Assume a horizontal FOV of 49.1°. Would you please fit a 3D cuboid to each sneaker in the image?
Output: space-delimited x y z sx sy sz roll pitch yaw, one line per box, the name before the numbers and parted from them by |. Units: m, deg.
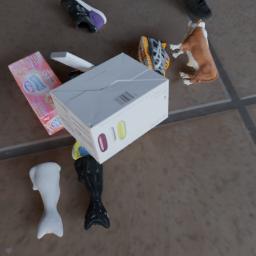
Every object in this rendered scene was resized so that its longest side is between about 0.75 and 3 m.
sneaker | 2.498 -5.392 11.031 0.744 1.291 2.476 -29 65 -14
sneaker | -1.915 -4.365 10.826 2.043 0.774 0.895 29 71 15
sneaker | -1.199 0.300 8.482 0.760 0.548 1.446 8 73 0
sneaker | 0.974 -2.156 9.554 0.959 0.972 2.484 0 63 -11

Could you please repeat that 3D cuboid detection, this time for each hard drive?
hard drive | -1.479 -1.874 8.133 0.844 1.280 0.171 13 87 45

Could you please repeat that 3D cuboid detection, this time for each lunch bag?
lunch bag | -1.354 -1.580 9.319 1.157 0.867 1.361 -13 45 -4

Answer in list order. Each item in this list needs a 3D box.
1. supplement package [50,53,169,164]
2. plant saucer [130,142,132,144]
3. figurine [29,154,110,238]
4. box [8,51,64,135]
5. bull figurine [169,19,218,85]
supplement package | -0.430 -0.638 7.699 2.499 1.386 1.946 -34 53 -22
plant saucer | -0.283 0.119 8.802 1.078 0.102 0.377 29 66 14
figurine | -1.551 1.855 7.528 2.004 0.863 1.955 -10 67 -4
box | -2.643 -1.112 8.838 1.094 1.186 2.311 -31 67 -15
bull figurine | 2.226 -2.538 9.475 1.350 0.724 2.223 -21 86 11
